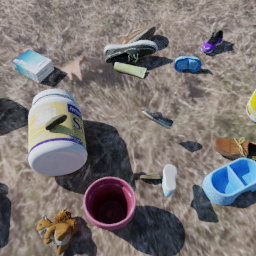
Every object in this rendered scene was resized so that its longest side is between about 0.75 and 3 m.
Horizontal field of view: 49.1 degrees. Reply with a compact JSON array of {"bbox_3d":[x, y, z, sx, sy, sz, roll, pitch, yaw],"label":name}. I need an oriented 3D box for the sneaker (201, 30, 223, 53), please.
[{"bbox_3d":[4.423,-4.587,14.588,0.577,0.825,1.659,37,62,22],"label":"sneaker"}]

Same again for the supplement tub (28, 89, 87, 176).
[{"bbox_3d":[-2.681,0.135,10.547,2.041,2.041,2.808,-9,56,-6],"label":"supplement tub"}]

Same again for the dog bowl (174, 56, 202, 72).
[{"bbox_3d":[2.911,-3.135,13.673,1.328,0.740,0.329,2,43,2],"label":"dog bowl"}]

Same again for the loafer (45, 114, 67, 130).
[{"bbox_3d":[-2.418,-0.246,9.313,0.830,0.316,0.280,-31,52,-4],"label":"loafer"}]

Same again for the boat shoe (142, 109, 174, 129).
[{"bbox_3d":[1.151,-0.408,10.676,1.354,0.487,0.439,28,92,-17],"label":"boat shoe"}]

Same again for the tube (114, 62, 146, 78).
[{"bbox_3d":[0.090,-2.848,13.689,1.531,0.444,0.397,15,19,7],"label":"tube"}]

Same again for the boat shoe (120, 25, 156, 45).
[{"bbox_3d":[0.537,-4.874,14.753,0.829,0.874,2.309,41,63,20],"label":"boat shoe"}]

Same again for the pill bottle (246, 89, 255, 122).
[{"bbox_3d":[5.870,-1.370,11.264,1.408,2.578,1.408,0,55,0],"label":"pill bottle"}]

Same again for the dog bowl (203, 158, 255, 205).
[{"bbox_3d":[3.871,1.872,10.236,2.313,0.573,1.289,-21,57,-15],"label":"dog bowl"}]

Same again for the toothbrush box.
[{"bbox_3d":[-4.577,-3.021,13.593,1.543,0.658,1.129,26,59,17],"label":"toothbrush box"}]

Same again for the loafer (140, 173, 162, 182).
[{"bbox_3d":[0.843,1.825,10.447,0.815,0.310,0.275,4,53,-9],"label":"loafer"}]

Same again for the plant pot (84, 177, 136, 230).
[{"bbox_3d":[-0.558,2.620,9.163,1.623,1.453,1.623,0,55,0],"label":"plant pot"}]

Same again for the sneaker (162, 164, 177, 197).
[{"bbox_3d":[1.343,1.766,9.452,0.484,0.536,1.309,21,33,1],"label":"sneaker"}]

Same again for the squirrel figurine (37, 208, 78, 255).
[{"bbox_3d":[-2.338,3.264,9.235,1.148,0.870,1.230,21,43,26],"label":"squirrel figurine"}]

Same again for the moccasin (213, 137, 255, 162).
[{"bbox_3d":[4.465,0.834,10.738,2.335,0.901,0.854,20,62,13],"label":"moccasin"}]

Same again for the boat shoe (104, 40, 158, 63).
[{"bbox_3d":[0.165,-3.654,13.934,2.706,0.957,0.861,-8,60,0],"label":"boat shoe"}]
